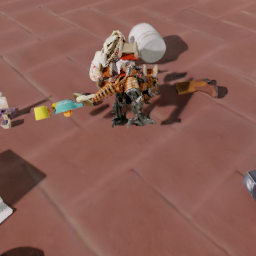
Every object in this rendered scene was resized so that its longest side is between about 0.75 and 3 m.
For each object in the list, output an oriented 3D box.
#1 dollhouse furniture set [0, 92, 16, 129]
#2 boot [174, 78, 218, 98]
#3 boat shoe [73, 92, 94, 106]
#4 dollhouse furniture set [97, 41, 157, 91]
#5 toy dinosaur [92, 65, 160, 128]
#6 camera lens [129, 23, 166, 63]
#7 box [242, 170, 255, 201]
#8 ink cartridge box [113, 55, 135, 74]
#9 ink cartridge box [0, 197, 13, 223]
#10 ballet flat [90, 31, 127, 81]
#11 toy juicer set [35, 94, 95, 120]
[{"bbox_3d":[-5.028,-0.662,10.119,1.476,1.048,1.170,-5,44,-6],"label":"dollhouse furniture set"},{"bbox_3d":[2.775,-1.591,11.482,1.511,0.517,1.422,-8,45,-7],"label":"boot"},{"bbox_3d":[-1.739,-1.206,11.167,1.055,0.386,0.342,28,55,26],"label":"boat shoe"},{"bbox_3d":[0.017,-2.328,11.722,2.347,1.209,2.322,2,71,3],"label":"dollhouse furniture set"},{"bbox_3d":[-0.018,-1.079,9.487,2.992,2.031,1.529,-9,9,-26],"label":"toy dinosaur"},{"bbox_3d":[0.900,-4.118,13.482,1.378,1.378,1.723,-14,46,-14],"label":"camera lens"},{"bbox_3d":[4.905,1.871,7.842,2.517,0.548,2.016,-11,45,-11],"label":"box"},{"bbox_3d":[-0.427,-3.124,13.053,0.921,0.534,1.248,-30,52,-26],"label":"ink cartridge box"},{"bbox_3d":[-4.531,1.899,7.606,2.459,0.834,1.416,27,50,25],"label":"ink cartridge box"},{"bbox_3d":[-0.998,-3.300,12.434,1.002,0.847,2.650,19,68,24],"label":"ballet flat"},{"bbox_3d":[-2.007,-0.638,9.104,1.979,0.539,1.259,-18,9,-15],"label":"toy juicer set"}]
